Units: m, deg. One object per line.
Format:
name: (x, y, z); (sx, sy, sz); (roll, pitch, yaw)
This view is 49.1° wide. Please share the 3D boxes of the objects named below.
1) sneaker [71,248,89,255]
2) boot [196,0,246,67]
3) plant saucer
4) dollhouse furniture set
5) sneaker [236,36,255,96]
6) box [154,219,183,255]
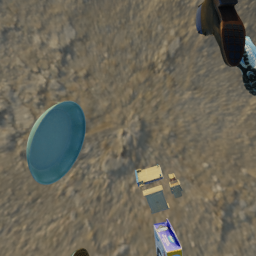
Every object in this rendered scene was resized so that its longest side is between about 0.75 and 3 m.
sneaker: (-1.452, 3.269, 6.168); (0.783, 1.745, 0.585); (-25, 89, 9)
boot: (1.491, -1.590, 4.587); (0.503, 0.653, 1.347); (-4, 86, -21)
plant saucer: (-1.642, 0.295, 6.327); (0.351, 1.953, 1.953); (17, 84, 22)
dollhouse furniture set: (0.771, 1.409, 6.941); (0.979, 1.037, 0.676); (-19, 123, 4)
sneaker: (2.856, -1.381, 6.199); (0.696, 0.606, 1.547); (-41, 103, -26)
box: (0.902, 2.953, 6.093); (0.378, 1.085, 1.822); (-11, 101, -7)
